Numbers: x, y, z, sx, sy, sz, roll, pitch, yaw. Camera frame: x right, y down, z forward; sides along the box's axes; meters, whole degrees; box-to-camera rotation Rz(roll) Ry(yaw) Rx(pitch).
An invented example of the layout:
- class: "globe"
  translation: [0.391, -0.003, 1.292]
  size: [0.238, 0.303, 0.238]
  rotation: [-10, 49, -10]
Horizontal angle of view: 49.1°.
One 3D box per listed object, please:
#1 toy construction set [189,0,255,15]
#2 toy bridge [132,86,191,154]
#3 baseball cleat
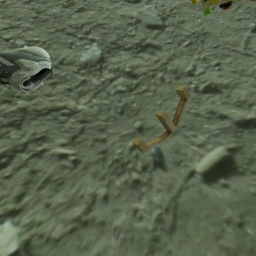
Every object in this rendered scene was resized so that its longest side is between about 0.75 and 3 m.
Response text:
- class: "toy construction set"
  translation: [2.333, -3.295, 6.399]
  size: [1.898, 0.874, 1.244]
  rotation: [-27, 35, 22]
- class: "toy bridge"
  translation: [0.552, -0.090, 4.027]
  size: [1.170, 0.393, 0.159]
  rotation: [-49, 36, -15]
- class: "baseball cleat"
  translation: [-2.490, -1.090, 5.477]
  size: [1.990, 0.694, 1.059]
  rotation: [-18, 53, -12]
